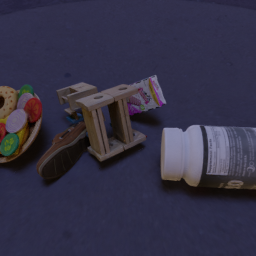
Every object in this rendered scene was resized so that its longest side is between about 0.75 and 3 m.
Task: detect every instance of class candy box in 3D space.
[{"bbox_3d":[0.387,-0.954,8.601,1.361,0.928,0.415,-16,10,40],"label":"candy box"}]

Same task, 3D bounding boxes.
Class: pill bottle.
[{"bbox_3d":[2.203,0.710,6.966,2.688,1.531,1.531,2,45,3],"label":"pill bottle"}]

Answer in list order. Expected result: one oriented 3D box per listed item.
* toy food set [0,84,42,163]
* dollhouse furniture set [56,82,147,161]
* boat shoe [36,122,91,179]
[{"bbox_3d":[-3.299,-0.161,7.826,2.273,0.559,2.297,1,69,28],"label":"toy food set"},{"bbox_3d":[-0.791,-0.402,8.168,1.565,1.574,2.234,-23,28,-26],"label":"dollhouse furniture set"},{"bbox_3d":[-1.740,0.561,7.743,0.753,0.797,2.215,22,39,26],"label":"boat shoe"}]
